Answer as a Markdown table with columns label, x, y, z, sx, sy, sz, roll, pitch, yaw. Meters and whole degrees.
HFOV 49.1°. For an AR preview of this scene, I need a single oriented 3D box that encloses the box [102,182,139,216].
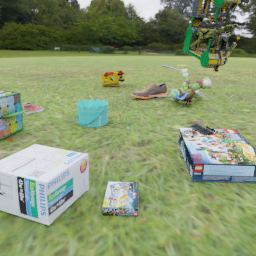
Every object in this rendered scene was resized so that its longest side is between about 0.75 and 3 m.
| label | x | y | z | sx | sy | sz | roll | pitch | yaw |
| --- | --- | --- | --- | --- | --- | --- | --- | --- | --- |
| box | -0.115 | 1.352 | 5.442 | 0.650 | 0.179 | 0.952 | 1 | 18 | 3 |

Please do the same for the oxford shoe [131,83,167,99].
| label | x | y | z | sx | sy | sz | roll | pitch | yaw |
| --- | --- | --- | --- | --- | --- | --- | --- | --- | --- |
| oxford shoe | 1.119 | -1.968 | 14.714 | 2.119 | 0.772 | 0.755 | -10 | 21 | -29 |

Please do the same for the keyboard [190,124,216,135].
| label | x | y | z | sx | sy | sz | roll | pitch | yaw |
| --- | --- | --- | --- | --- | --- | --- | --- | --- | --- |
| keyboard | 2.211 | 0.020 | 8.169 | 0.515 | 0.084 | 0.811 | -6 | 20 | -18 |

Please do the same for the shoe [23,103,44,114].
| label | x | y | z | sx | sy | sz | roll | pitch | yaw |
| --- | --- | --- | --- | --- | --- | --- | --- | --- | --- |
| shoe | -4.011 | -0.882 | 11.934 | 0.334 | 0.426 | 0.936 | 16 | 24 | 40 |

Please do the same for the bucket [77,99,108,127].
| label | x | y | z | sx | sy | sz | roll | pitch | yaw |
| --- | --- | --- | --- | --- | --- | --- | --- | --- | --- |
| bucket | -1.301 | -0.555 | 10.334 | 1.227 | 0.798 | 1.227 | 0 | 18 | 0 |

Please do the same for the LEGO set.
| label | x | y | z | sx | sy | sz | roll | pitch | yaw |
| --- | --- | --- | --- | --- | --- | --- | --- | --- | --- |
| LEGO set | 2.190 | -2.347 | 6.536 | 1.140 | 1.967 | 1.512 | -3 | 22 | -19 |

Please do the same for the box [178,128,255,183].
| label | x | y | z | sx | sy | sz | roll | pitch | yaw |
| --- | --- | --- | --- | --- | --- | --- | --- | --- | --- |
| box | 2.319 | 0.607 | 7.268 | 1.704 | 0.470 | 2.495 | 1 | 18 | 2 |

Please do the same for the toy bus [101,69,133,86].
| label | x | y | z | sx | sy | sz | roll | pitch | yaw |
| --- | --- | --- | --- | --- | --- | --- | --- | --- | --- |
| toy bus | -0.848 | -3.199 | 18.173 | 1.765 | 0.967 | 1.871 | -19 | 17 | -42 |

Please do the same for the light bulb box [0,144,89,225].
| label | x | y | z | sx | sy | sz | roll | pitch | yaw |
| --- | --- | --- | --- | --- | --- | --- | --- | --- | --- |
| light bulb box | -1.679 | 0.998 | 5.422 | 1.378 | 0.860 | 1.365 | 8 | 19 | 22 |

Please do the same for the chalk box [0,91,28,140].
| label | x | y | z | sx | sy | sz | roll | pitch | yaw |
| --- | --- | --- | --- | --- | --- | --- | --- | --- | --- |
| chalk box | -4.348 | -0.445 | 9.102 | 2.210 | 1.370 | 1.379 | 7 | 18 | 18 |

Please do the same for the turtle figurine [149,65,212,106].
| label | x | y | z | sx | sy | sz | roll | pitch | yaw |
| --- | --- | --- | --- | --- | --- | --- | --- | --- | --- |
| turtle figurine | 2.684 | -2.104 | 13.640 | 2.354 | 1.747 | 2.428 | -7 | 22 | -33 |
